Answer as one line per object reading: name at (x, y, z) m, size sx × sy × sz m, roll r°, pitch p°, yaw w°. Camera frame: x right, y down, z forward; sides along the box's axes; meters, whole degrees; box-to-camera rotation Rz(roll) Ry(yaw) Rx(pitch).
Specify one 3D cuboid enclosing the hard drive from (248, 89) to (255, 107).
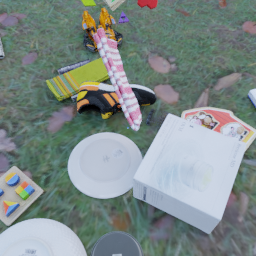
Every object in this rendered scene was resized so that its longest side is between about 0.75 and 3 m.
hard drive at (5.900, -0.373, 10.064) m, size 1.928 × 0.371 × 2.922 m, roll -10°, pitch 54°, yaw -7°

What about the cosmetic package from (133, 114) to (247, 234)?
cosmetic package at (1.744, 1.249, 8.097) m, size 2.425 × 1.491 × 2.417 m, roll 23°, pitch 61°, yaw 15°

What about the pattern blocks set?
pattern blocks set at (-0.517, -4.786, 9.133) m, size 2.407 × 0.222 × 2.739 m, roll -27°, pitch 99°, yaw -3°

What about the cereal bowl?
cereal bowl at (-2.364, 3.463, 6.782) m, size 2.711 × 1.129 × 2.711 m, roll 0°, pitch 54°, yaw 0°

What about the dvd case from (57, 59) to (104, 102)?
dvd case at (-1.886, -1.984, 11.395) m, size 1.433 × 0.154 × 1.927 m, roll -22°, pitch 57°, yaw -16°

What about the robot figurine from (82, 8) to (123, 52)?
robot figurine at (-1.274, -4.477, 12.869) m, size 1.847 × 0.741 × 2.547 m, roll -14°, pitch 55°, yaw -8°

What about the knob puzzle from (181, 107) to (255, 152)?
knob puzzle at (2.935, 0.073, 9.735) m, size 2.769 × 0.384 × 2.769 m, roll 0°, pitch 54°, yaw 0°

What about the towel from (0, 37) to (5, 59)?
towel at (-6.826, -3.590, 12.428) m, size 2.342 × 0.404 × 2.255 m, roll -19°, pitch 56°, yaw -13°

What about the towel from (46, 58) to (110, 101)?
towel at (-1.782, -2.076, 11.212) m, size 2.816 × 0.254 × 1.212 m, roll -29°, pitch 60°, yaw -20°

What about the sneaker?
sneaker at (-0.442, -0.862, 10.165) m, size 2.903 × 1.015 × 1.306 m, roll 7°, pitch 67°, yaw 6°

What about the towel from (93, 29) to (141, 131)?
towel at (-0.143, -1.243, 7.529) m, size 0.392 × 1.917 × 2.619 m, roll -21°, pitch 96°, yaw 8°

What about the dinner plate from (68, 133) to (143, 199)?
dinner plate at (-0.732, 1.081, 9.074) m, size 2.446 × 0.297 × 2.446 m, roll 1°, pitch 53°, yaw -1°

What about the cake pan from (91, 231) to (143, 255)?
cake pan at (-0.291, 3.406, 7.350) m, size 1.423 × 0.261 × 1.423 m, roll 0°, pitch 54°, yaw 0°

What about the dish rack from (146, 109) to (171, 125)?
dish rack at (1.165, -0.338, 10.142) m, size 0.895 × 0.244 × 0.686 m, roll 15°, pitch 56°, yaw 8°

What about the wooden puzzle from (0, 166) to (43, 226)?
wooden puzzle at (-3.520, 1.945, 8.378) m, size 1.473 × 0.341 × 1.364 m, roll 32°, pitch 60°, yaw 21°
